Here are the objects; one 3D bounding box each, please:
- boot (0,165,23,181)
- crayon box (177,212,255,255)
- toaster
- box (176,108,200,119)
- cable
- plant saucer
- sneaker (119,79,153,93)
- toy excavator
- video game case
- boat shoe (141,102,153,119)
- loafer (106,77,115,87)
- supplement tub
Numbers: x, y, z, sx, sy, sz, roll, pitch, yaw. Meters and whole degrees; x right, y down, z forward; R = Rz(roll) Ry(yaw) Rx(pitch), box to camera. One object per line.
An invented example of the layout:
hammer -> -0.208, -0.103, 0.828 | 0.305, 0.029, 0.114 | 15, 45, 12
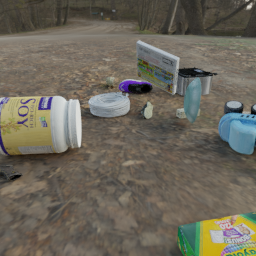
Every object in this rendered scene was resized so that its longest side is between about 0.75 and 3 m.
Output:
boot -> -3.489, 1.307, 7.952 | 0.796, 0.275, 0.693 | -15, 27, -35
crayon box -> 1.992, 2.287, 5.378 | 1.812, 0.528, 1.076 | -6, 24, -13
toaster -> 3.584, -2.644, 15.766 | 1.895, 1.244, 2.096 | -9, 25, -19
box -> 2.667, -0.684, 12.422 | 0.977, 0.334, 0.401 | -7, 25, -18
cable -> -0.858, -1.072, 12.924 | 1.899, 0.658, 1.899 | -1, 25, -1
plant saucer -> 2.497, -1.103, 11.151 | 0.354, 1.837, 1.837 | 5, 24, 1
sneaker -> 0.457, -2.288, 15.661 | 1.935, 0.673, 0.963 | -2, 24, -5
toy excavator -> 4.221, 0.428, 9.029 | 2.643, 1.358, 2.719 | 8, 37, 22
video game case -> 1.334, -2.794, 13.060 | 2.235, 2.034, 0.256 | 32, 59, 26
boat shoe -> 0.812, -0.721, 12.556 | 0.432, 0.459, 1.279 | -30, 20, 25
loafer -> -1.067, -2.794, 17.022 | 0.524, 0.581, 1.535 | -3, 14, -4
supplement tub -> -2.868, -0.094, 9.068 | 2.548, 1.853, 1.853 | -3, 24, -4
